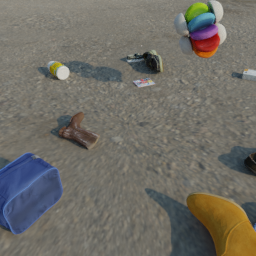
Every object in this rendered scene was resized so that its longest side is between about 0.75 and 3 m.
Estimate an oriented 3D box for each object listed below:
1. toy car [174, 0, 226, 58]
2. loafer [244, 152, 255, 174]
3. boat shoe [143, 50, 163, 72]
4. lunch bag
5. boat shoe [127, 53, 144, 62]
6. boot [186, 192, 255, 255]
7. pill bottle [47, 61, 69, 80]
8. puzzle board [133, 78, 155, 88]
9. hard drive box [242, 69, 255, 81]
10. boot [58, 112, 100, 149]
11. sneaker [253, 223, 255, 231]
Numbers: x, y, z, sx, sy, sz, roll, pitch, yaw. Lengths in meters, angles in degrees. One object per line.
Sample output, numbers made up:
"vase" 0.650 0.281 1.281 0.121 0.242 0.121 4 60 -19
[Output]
"toy car" 2.804 -3.582 10.515 1.794 2.050 1.537 -19 40 9
"loafer" 4.871 0.868 8.859 2.471 0.881 0.902 -7 36 -10
"boat shoe" 1.347 -3.594 15.272 0.799 0.903 2.466 -11 29 -3
"lunch bag" -2.779 1.585 7.451 1.302 1.337 1.969 22 41 28
"boat shoe" 0.507 -4.134 16.292 1.256 0.445 0.453 -19 40 -25
"boot" 2.199 2.685 6.223 2.712 0.954 1.942 26 41 25
"pill bottle" -3.646 -3.032 14.510 0.710 0.710 1.260 -25 42 -31
"puzzle board" 0.805 -2.277 13.996 0.928 0.081 0.700 -14 38 -19
"hard drive box" 6.359 -2.706 14.390 0.835 0.321 0.651 16 39 20
"boot" -1.547 0.073 10.310 1.547 0.497 1.442 17 51 27
"sneaker" 3.748 2.468 6.831 1.676 0.631 0.739 -16 38 -20
